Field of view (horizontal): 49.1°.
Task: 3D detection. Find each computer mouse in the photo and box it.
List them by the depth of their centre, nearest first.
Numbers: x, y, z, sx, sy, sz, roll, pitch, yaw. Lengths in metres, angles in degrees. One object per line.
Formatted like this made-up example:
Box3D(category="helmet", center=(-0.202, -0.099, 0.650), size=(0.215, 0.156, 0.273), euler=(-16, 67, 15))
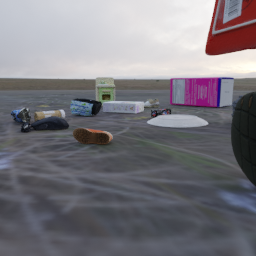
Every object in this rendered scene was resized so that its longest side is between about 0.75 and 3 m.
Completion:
Box3D(category="computer mouse", center=(-2.150, -0.131, 7.281), size=(1.224, 0.323, 0.847), euler=(-3, 9, -19))

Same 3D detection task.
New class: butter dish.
Box3D(category="butter dish", center=(3.485, -2.954, 6.996), size=(1.877, 2.540, 2.533), euler=(12, 0, -27))

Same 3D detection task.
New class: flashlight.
Box3D(category="flashlight", center=(3.893, -0.395, 7.316), size=(0.847, 0.850, 2.503), euler=(-4, 10, -23))

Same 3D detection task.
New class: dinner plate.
Box3D(category="dinner plate", center=(1.474, -0.239, 8.393), size=(1.805, 0.219, 1.805), euler=(-1, 8, 0))

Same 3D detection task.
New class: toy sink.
Box3D(category="toy sink", center=(-1.165, -1.884, 14.476), size=(0.969, 1.487, 0.833), euler=(-1, 9, -9))

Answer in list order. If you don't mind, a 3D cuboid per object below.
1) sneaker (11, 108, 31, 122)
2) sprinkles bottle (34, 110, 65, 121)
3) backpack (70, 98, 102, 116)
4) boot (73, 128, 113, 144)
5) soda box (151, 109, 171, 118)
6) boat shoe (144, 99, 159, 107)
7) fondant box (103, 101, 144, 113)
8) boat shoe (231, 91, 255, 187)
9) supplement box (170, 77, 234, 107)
Box3D(category="sneaker", center=(-3.285, -0.344, 8.526), size=(0.527, 0.464, 1.181), euler=(-13, 5, -12))
Box3D(category="sprinkles bottle", center=(-2.483, -0.388, 8.886), size=(0.935, 0.319, 0.319), euler=(-8, 12, -40))
Box3D(category="backpack", center=(-1.578, -0.759, 10.183), size=(1.043, 0.802, 0.851), euler=(22, 15, 3))
Box3D(category="boot", center=(-0.704, 0.165, 5.684), size=(0.796, 0.299, 0.427), euler=(10, 7, 11))
Box3D(category="soda box", center=(1.189, -0.531, 9.958), size=(0.811, 0.257, 0.287), euler=(-9, 14, -43))
Box3D(category="boat shoe", center=(1.058, -1.234, 13.834), size=(1.185, 0.405, 0.443), euler=(-8, 12, -41))
Box3D(category="fondant box", center=(-0.177, -0.869, 11.557), size=(1.435, 0.418, 1.035), euler=(3, 9, 22))
Box3D(category="boat shoe", center=(2.053, 0.325, 2.628), size=(1.071, 1.097, 2.900), euler=(4, 16, -12))
Box3D(category="supplement box", center=(3.781, -1.916, 14.661), size=(2.903, 1.500, 1.469), euler=(10, 14, 42))
